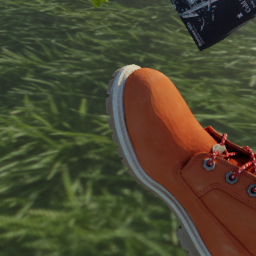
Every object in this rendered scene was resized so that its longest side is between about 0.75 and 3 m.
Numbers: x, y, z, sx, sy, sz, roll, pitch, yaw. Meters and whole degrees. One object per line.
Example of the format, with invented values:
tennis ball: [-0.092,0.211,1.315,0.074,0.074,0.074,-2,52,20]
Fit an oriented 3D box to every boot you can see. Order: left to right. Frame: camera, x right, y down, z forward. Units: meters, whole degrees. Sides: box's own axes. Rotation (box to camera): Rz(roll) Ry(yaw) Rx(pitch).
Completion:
boot: [0.983,0.416,3.009,1.541,2.874,1.078,-19,23,44]

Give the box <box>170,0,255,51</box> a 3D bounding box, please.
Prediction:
box: [1.521,-2.270,4.547,0.862,1.368,1.391,-33,92,-31]

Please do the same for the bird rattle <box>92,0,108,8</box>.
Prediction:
bird rattle: [-0.796,-3.103,5.413,0.782,1.389,1.132,-36,38,29]
